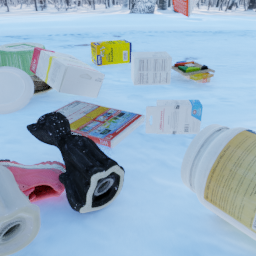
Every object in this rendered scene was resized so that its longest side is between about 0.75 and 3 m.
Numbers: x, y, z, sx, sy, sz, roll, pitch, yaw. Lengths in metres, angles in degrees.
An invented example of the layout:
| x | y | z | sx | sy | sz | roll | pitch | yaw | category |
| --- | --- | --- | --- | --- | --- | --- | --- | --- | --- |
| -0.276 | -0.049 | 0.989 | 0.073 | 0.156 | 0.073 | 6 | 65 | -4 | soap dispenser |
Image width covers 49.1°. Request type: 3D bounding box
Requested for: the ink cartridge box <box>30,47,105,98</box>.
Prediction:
| x | y | z | sx | sy | sz | roll | pitch | yaw | category |
| --- | --- | --- | --- | --- | --- | --- | --- | --- | --- |
| -2.426 | -2.188 | 11.014 | 1.829 | 1.051 | 2.520 | 3 | 25 | -46 | ink cartridge box |

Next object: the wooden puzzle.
| x | y | z | sx | sy | sz | roll | pitch | yaw | category |
| --- | --- | --- | --- | --- | --- | --- | --- | --- | --- |
| 2.952 | -2.824 | 13.099 | 1.875 | 0.325 | 2.780 | -11 | 29 | -23 | wooden puzzle |

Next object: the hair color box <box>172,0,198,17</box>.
| x | y | z | sx | sy | sz | roll | pitch | yaw | category |
| --- | --- | --- | --- | --- | --- | --- | --- | --- | --- |
| 1.072 | -2.417 | 4.921 | 0.354 | 0.587 | 1.157 | 31 | 12 | 6 | hair color box |

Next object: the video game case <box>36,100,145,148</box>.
| x | y | z | sx | sy | sz | roll | pitch | yaw | category |
| --- | --- | --- | --- | --- | --- | --- | --- | --- | --- |
| -1.165 | -0.241 | 8.926 | 2.846 | 0.248 | 2.035 | 14 | 30 | 26 | video game case |

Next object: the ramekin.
| x | y | z | sx | sy | sz | roll | pitch | yaw | category |
| --- | --- | --- | --- | --- | --- | --- | --- | --- | --- |
| -5.314 | -3.459 | 14.078 | 2.650 | 1.294 | 2.650 | 0 | 27 | 0 | ramekin |

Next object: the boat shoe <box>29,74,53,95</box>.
| x | y | z | sx | sy | sz | roll | pitch | yaw | category |
| --- | --- | --- | --- | --- | --- | --- | --- | --- | --- |
| -4.166 | -1.628 | 10.999 | 2.513 | 0.906 | 0.816 | -12 | 28 | -33 | boat shoe |

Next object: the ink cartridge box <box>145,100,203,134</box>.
| x | y | z | sx | sy | sz | roll | pitch | yaw | category |
| --- | --- | --- | --- | --- | --- | --- | --- | --- | --- |
| 1.326 | -0.340 | 8.364 | 1.618 | 0.937 | 0.540 | 1 | 27 | 1 | ink cartridge box |

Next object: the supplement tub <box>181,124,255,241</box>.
| x | y | z | sx | sy | sz | roll | pitch | yaw | category |
| --- | --- | --- | --- | --- | --- | --- | --- | --- | --- |
| 2.281 | 0.988 | 4.898 | 1.697 | 1.697 | 2.346 | -20 | 34 | -34 | supplement tub |

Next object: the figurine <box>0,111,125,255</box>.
| x | y | z | sx | sy | sz | roll | pitch | yaw | category |
| --- | --- | --- | --- | --- | --- | --- | --- | --- | --- |
| -1.934 | 0.716 | 5.510 | 2.757 | 1.187 | 2.690 | -20 | 45 | -32 | figurine |

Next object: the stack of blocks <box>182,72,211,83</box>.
| x | y | z | sx | sy | sz | roll | pitch | yaw | category |
| --- | --- | --- | --- | --- | --- | --- | --- | --- | --- |
| 3.200 | -2.534 | 13.238 | 0.819 | 0.417 | 1.422 | -7 | 28 | -13 | stack of blocks |

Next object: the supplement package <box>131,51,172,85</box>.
| x | y | z | sx | sy | sz | roll | pitch | yaw | category |
| --- | --- | --- | --- | --- | --- | --- | --- | --- | --- |
| 1.015 | -2.712 | 12.671 | 1.653 | 1.245 | 1.255 | -2 | 27 | -4 | supplement package |

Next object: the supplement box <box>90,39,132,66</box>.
| x | y | z | sx | sy | sz | roll | pitch | yaw | category |
| --- | --- | --- | --- | --- | --- | --- | --- | --- | --- |
| -0.950 | -4.304 | 15.899 | 2.104 | 1.152 | 1.145 | -11 | 29 | -20 | supplement box |

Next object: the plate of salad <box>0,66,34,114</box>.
| x | y | z | sx | sy | sz | roll | pitch | yaw | category |
| --- | --- | --- | --- | --- | --- | --- | --- | --- | --- |
| -4.453 | -1.346 | 10.113 | 2.061 | 0.495 | 2.061 | 5 | 63 | -9 | plate of salad |

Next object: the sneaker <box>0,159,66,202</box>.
| x | y | z | sx | sy | sz | roll | pitch | yaw | category |
| --- | --- | --- | --- | --- | --- | --- | --- | --- | --- |
| -2.216 | 1.130 | 5.718 | 1.967 | 0.725 | 0.853 | -4 | 28 | -8 | sneaker |
